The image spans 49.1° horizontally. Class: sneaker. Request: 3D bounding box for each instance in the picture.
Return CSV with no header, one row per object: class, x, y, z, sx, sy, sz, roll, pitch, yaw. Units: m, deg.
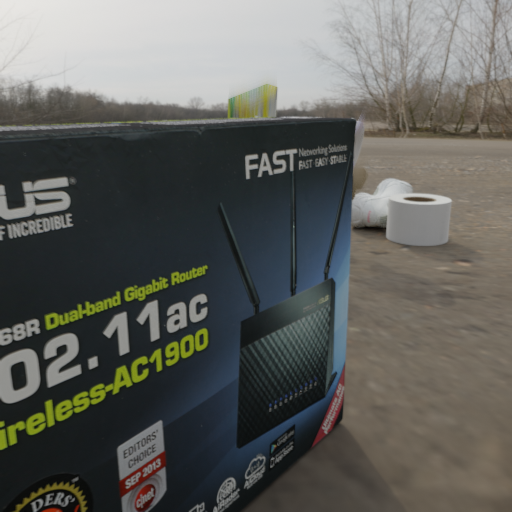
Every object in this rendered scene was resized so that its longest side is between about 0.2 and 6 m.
sneaker,3.362,-1.150,13.662,1.290,1.012,2.596,19,32,34

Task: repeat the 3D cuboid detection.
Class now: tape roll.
tape roll,3.506,-0.799,12.126,1.320,0.906,1.320,0,15,0

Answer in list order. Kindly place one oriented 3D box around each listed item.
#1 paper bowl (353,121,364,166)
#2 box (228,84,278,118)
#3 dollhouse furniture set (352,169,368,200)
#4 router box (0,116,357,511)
paper bowl,1.771,-2.253,11.300,0.518,0.997,0.997,17,21,21
box,-0.124,-2.861,11.241,0.338,0.819,1.395,26,42,29
dollhouse furniture set,1.377,-1.499,11.295,1.114,1.172,0.955,-9,56,-23
router box,-0.672,0.496,3.818,1.153,2.782,3.713,10,19,35
